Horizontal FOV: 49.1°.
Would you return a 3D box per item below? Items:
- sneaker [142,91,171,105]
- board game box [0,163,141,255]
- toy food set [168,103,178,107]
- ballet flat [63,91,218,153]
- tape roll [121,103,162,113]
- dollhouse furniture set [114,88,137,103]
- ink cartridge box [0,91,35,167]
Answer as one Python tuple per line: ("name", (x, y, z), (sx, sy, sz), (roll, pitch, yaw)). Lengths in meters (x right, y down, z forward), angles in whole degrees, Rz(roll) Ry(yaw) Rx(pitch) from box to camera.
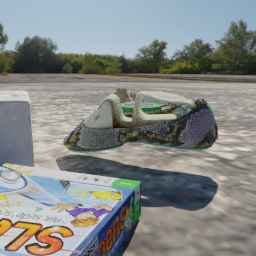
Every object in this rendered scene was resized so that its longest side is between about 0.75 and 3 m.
("sneaker", (1.390, -1.350, 13.157), (0.676, 0.670, 1.865), (-20, -12, 42))
("board game box", (-1.236, 0.794, 2.545), (2.370, 0.408, 1.604), (4, 12, 19))
("toy food set", (2.188, -0.873, 10.822), (0.963, 0.239, 1.515), (1, 10, -20))
("ballet flat", (0.059, -0.141, 4.674), (2.735, 0.984, 0.984), (-3, 9, 22))
("tape roll", (0.368, -0.639, 10.019), (1.655, 0.398, 1.655), (0, 10, 0))
("dollhouse furniture set", (-0.198, -1.371, 13.669), (1.100, 0.779, 1.197), (4, -10, 16))
("ink cartridge box", (-2.698, -0.020, 4.822), (1.980, 1.144, 2.713), (-4, 12, -20))
